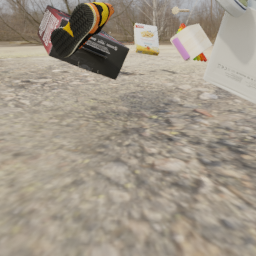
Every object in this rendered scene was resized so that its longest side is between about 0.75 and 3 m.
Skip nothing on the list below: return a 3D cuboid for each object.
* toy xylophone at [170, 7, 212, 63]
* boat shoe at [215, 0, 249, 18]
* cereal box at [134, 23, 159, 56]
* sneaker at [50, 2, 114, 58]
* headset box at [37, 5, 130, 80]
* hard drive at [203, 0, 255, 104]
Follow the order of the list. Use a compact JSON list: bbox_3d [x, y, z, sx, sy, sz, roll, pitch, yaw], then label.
[{"bbox_3d":[2.312,-3.415,10.405,0.705,2.055,2.807,-32,-3,32],"label":"toy xylophone"},{"bbox_3d":[1.319,-2.454,4.149,0.592,1.908,0.687,-33,37,34],"label":"boat shoe"},{"bbox_3d":[0.479,-2.296,7.256,0.615,0.855,0.169,3,-22,-15],"label":"cereal box"},{"bbox_3d":[-0.927,-1.969,5.729,0.783,0.609,1.741,-30,7,-38],"label":"sneaker"},{"bbox_3d":[-1.395,-2.571,8.423,2.110,1.065,2.839,15,22,-31],"label":"headset box"},{"bbox_3d":[2.434,-1.462,5.679,1.423,2.159,0.284,29,64,16],"label":"hard drive"}]
